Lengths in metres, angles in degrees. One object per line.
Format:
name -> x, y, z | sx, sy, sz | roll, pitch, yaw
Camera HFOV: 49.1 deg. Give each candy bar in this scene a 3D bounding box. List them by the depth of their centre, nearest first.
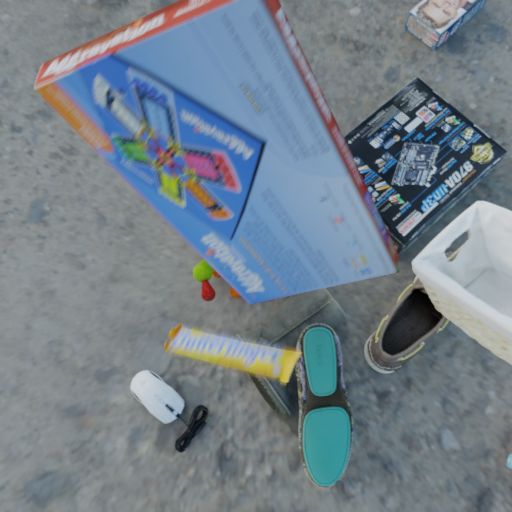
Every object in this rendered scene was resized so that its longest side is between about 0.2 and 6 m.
candy bar -> -0.337, 1.188, 6.934 | 1.773, 0.197, 0.442 | 10, 49, 22

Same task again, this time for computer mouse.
computer mouse -> -1.620, 2.643, 9.920 | 1.581, 0.347, 0.867 | 37, 75, 13

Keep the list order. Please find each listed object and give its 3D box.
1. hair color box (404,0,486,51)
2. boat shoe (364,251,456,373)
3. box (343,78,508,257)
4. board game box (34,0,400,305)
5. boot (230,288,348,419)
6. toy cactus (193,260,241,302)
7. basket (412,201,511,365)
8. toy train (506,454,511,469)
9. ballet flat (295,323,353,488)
hair color box -> 4.413, -5.696, 12.919 | 0.936, 0.566, 1.871 | 43, 75, 14
boat shoe -> 3.139, 0.920, 10.278 | 2.937, 0.874, 1.055 | -43, 75, -14
box -> 3.067, -1.858, 11.394 | 3.132, 0.720, 2.489 | -41, 75, -14
board game box -> -0.041, -0.920, 7.436 | 2.673, 5.192, 0.505 | -15, 53, 21
boot -> 0.782, 1.638, 10.180 | 2.063, 0.749, 1.876 | -28, 74, -17
toy cactus -> -0.172, -0.500, 10.728 | 2.746, 1.404, 2.266 | -31, 63, -2
basket -> 3.513, 0.516, 7.661 | 1.500, 1.365, 2.212 | -41, 43, -7
toy train -> 5.347, 3.432, 9.545 | 2.055, 0.572, 1.544 | 14, 71, 9
ballet flat -> 1.146, 2.504, 9.631 | 0.959, 0.959, 2.667 | -2, 82, -1
